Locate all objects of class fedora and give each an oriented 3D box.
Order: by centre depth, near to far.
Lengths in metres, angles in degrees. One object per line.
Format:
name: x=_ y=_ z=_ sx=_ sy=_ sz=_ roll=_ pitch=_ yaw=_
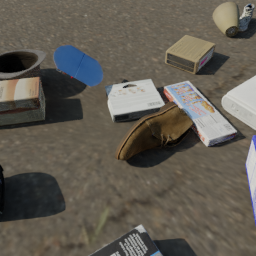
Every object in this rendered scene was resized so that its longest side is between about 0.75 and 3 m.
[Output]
fedora: x=-3.820 y=-1.961 z=9.869 sx=2.137 sy=0.965 sz=1.890 roll=2 pitch=43 yaw=10

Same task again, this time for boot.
boot: x=0.802 y=0.200 z=7.802 sx=2.710 sy=0.998 sz=1.023 roll=-34 pitch=65 yaw=-32
boot: x=5.539 y=-5.297 z=13.305 sx=0.639 sy=0.830 sz=1.737 roll=20 pitch=48 yaw=19

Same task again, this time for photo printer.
photo printer: x=4.368 y=-0.883 z=8.947 sx=2.126 sy=0.738 sz=1.769 roll=-28 pitch=51 yaw=-25

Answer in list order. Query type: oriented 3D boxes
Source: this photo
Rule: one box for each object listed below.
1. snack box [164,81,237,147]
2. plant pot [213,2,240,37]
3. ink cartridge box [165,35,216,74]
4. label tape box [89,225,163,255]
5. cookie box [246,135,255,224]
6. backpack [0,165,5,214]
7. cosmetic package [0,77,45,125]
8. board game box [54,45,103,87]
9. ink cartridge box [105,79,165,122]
snack box: x=2.190 y=-0.565 z=8.920 sx=0.977 sy=0.330 sz=2.717 roll=-16 pitch=47 yaw=-16
plant pot: x=4.566 y=-4.811 z=12.726 sx=1.188 sy=1.188 sz=1.269 roll=-1 pitch=58 yaw=-1
ink cartridge box: x=2.465 y=-2.943 z=11.097 sx=1.357 sy=0.619 sz=1.647 roll=29 pitch=52 yaw=24
label tape box: x=-0.322 y=3.194 z=4.821 sx=2.568 sy=0.813 sz=1.852 roll=-24 pitch=50 yaw=-22
cookie box: x=3.868 y=1.279 z=6.054 sx=2.217 sy=0.974 sz=2.592 roll=13 pitch=25 yaw=13
backpack: x=-3.365 y=1.288 z=6.495 sx=0.995 sy=1.173 sz=1.321 roll=-6 pitch=41 yaw=-12
cosmetic package: x=-3.796 y=-0.798 z=8.697 sx=2.243 sy=0.979 sz=1.160 roll=-9 pitch=46 yaw=-9
board game box: x=-1.654 y=-1.972 z=9.205 sx=1.729 sy=0.337 sz=1.366 roll=28 pitch=45 yaw=-19
ink cartridge box: x=0.181 y=-0.940 z=9.277 sx=1.722 sy=0.375 sz=1.494 roll=-10 pitch=45 yaw=-10
